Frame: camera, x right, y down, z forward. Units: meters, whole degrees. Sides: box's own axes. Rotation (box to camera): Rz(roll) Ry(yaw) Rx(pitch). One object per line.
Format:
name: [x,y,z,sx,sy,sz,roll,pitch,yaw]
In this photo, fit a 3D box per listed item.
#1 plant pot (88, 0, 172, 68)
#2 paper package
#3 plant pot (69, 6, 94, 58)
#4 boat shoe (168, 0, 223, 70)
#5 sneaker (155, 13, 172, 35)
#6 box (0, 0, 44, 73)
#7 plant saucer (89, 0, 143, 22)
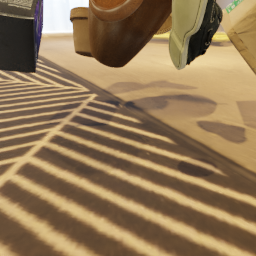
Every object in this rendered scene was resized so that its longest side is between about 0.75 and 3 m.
plant pot: [-0.132,-3.180,8.119,2.529,2.706,2.529,14,45,-14]
paper package: [3.678,-2.322,7.448,1.362,2.509,2.632,-35,18,28]
plant pot: [-1.467,-3.586,10.802,1.782,1.554,1.782,10,4,-1]
boat shoe: [1.517,-2.262,5.919,0.923,2.784,1.041,-20,65,-6]
sneaker: [0.888,-3.991,11.288,2.398,0.840,1.301,-8,7,24]
box: [-2.943,-2.854,7.406,1.197,1.698,2.295,4,53,-14]
plant saucer: [-0.162,-1.764,3.545,0.847,0.847,0.146,13,-4,27]
